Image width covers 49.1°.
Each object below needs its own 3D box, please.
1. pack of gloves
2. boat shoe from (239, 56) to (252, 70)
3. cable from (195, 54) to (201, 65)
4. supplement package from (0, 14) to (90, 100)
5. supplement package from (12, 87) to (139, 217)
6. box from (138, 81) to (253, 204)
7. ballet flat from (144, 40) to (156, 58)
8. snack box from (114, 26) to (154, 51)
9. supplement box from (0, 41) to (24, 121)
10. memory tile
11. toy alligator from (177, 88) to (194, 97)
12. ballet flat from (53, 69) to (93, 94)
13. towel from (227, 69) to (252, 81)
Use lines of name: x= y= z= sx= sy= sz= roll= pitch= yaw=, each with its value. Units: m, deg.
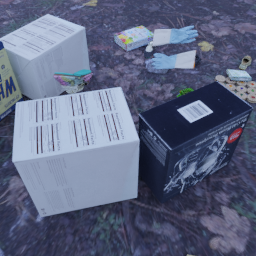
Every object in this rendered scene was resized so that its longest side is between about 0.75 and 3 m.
pack of gloves: x=1.761 y=-2.952 z=10.505 sx=1.872 sy=0.369 sz=1.573 roll=8 pitch=88 yaw=36
boat shoe: x=5.643 y=-3.170 z=13.363 sx=0.407 sy=0.348 sz=1.111 roll=23 pitch=51 yaw=20
cable: x=3.013 y=-3.313 z=13.599 sx=1.064 sy=0.270 sz=0.868 roll=-30 pitch=49 yaw=-22
supplement package: x=-3.468 y=-2.951 z=11.861 sx=2.222 sy=2.238 sz=2.949 roll=27 pitch=53 yaw=23
supplement package: x=-1.363 y=0.708 z=8.087 sx=2.944 sy=2.815 sz=2.165 roll=-9 pitch=48 yaw=-9
box: x=1.856 y=0.435 z=8.468 sx=2.908 sy=2.648 sz=1.514 roll=-24 pitch=52 yaw=-21
ballet flat: x=1.092 y=-4.014 z=14.087 sx=0.465 sy=0.465 sz=1.272 roll=15 pitch=49 yaw=13
snack box: x=0.342 y=-4.729 z=14.717 sx=1.770 sy=0.469 sz=1.258 roll=-24 pitch=52 yaw=-20
supplement box: x=-5.967 y=-1.903 z=10.454 sx=2.879 sy=2.882 sz=1.935 roll=22 pitch=51 yaw=19
memory tile: x=4.684 y=-1.722 z=12.160 sx=1.846 sy=0.155 sz=1.415 roll=12 pitch=48 yaw=11
toy alligator: x=2.578 y=-1.567 z=11.913 sx=1.118 sy=0.303 sz=0.332 roll=-19 pitch=50 yaw=-16
ballet flat: x=-1.850 y=-1.607 z=9.759 sx=0.741 sy=0.763 sz=2.145 roll=12 pitch=17 yaw=15
towel: x=4.966 y=-2.381 z=12.579 sx=0.963 sy=0.232 sz=0.825 roll=6 pitch=35 yaw=0
